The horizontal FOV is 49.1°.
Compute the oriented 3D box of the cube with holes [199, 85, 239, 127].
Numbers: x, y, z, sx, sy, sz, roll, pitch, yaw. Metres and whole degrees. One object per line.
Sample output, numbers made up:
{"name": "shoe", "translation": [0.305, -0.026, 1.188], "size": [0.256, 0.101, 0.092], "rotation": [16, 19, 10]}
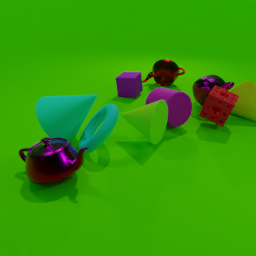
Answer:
{"name": "cube with holes", "translation": [2.778, -0.680, 8.554], "size": [0.789, 0.789, 0.789], "rotation": [28, 37, 15]}

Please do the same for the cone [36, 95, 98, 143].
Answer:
{"name": "cone", "translation": [-1.411, -0.539, 7.649], "size": [1.509, 1.503, 1.503], "rotation": [-28, 19, 22]}

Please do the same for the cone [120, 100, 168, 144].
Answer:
{"name": "cone", "translation": [0.315, -0.267, 7.786], "size": [1.220, 1.215, 1.215], "rotation": [12, 30, 26]}

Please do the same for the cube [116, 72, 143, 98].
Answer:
{"name": "cube", "translation": [0.065, -1.743, 11.188], "size": [0.803, 0.803, 0.803], "rotation": [5, 30, 23]}

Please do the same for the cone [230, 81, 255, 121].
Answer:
{"name": "cone", "translation": [4.034, -0.611, 9.209], "size": [1.336, 1.336, 1.341], "rotation": [-15, 55, -27]}

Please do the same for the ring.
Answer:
{"name": "ring", "translation": [-0.795, 0.006, 7.484], "size": [0.305, 1.524, 1.524], "rotation": [37, 19, -21]}

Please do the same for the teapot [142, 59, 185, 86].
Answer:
{"name": "teapot", "translation": [1.542, -2.328, 12.183], "size": [1.963, 1.220, 0.961], "rotation": [-5, 48, 27]}

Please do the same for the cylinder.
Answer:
{"name": "cylinder", "translation": [1.254, -0.668, 8.737], "size": [1.070, 1.070, 1.070], "rotation": [-15, 21, -27]}

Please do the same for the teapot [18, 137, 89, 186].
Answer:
{"name": "teapot", "translation": [-1.680, 0.675, 6.337], "size": [2.010, 0.984, 1.250], "rotation": [1, 25, 25]}

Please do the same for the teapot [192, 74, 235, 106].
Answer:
{"name": "teapot", "translation": [2.931, -1.336, 9.930], "size": [1.002, 1.272, 2.046], "rotation": [-44, 16, -19]}
